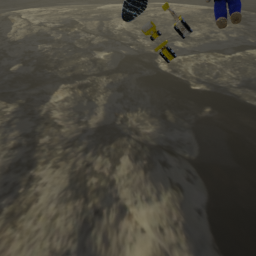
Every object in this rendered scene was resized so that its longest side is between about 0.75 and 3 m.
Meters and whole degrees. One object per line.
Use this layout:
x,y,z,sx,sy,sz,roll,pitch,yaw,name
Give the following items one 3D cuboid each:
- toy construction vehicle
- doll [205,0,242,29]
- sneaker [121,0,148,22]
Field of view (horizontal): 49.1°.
1.171,-2.784,8.214,1.384,1.205,0.488,38,37,-23,toy construction vehicle
3.050,-4.068,8.510,1.410,0.501,2.067,-11,66,30,doll
0.305,-4.152,9.376,0.727,0.834,1.854,30,66,-6,sneaker
